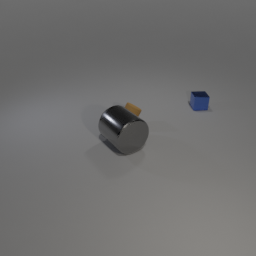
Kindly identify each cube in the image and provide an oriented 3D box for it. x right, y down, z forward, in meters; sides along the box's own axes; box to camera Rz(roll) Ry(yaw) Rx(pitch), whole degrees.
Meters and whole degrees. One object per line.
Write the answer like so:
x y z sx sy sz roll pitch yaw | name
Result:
3.395 -1.293 13.311 0.700 0.700 0.700 -2 30 -4 | cube

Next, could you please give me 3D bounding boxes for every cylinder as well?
-0.175 0.041 10.434 1.400 1.400 1.400 -19 36 -28 | cylinder
0.111 -0.613 11.777 0.700 0.700 0.700 28 11 -6 | cylinder
